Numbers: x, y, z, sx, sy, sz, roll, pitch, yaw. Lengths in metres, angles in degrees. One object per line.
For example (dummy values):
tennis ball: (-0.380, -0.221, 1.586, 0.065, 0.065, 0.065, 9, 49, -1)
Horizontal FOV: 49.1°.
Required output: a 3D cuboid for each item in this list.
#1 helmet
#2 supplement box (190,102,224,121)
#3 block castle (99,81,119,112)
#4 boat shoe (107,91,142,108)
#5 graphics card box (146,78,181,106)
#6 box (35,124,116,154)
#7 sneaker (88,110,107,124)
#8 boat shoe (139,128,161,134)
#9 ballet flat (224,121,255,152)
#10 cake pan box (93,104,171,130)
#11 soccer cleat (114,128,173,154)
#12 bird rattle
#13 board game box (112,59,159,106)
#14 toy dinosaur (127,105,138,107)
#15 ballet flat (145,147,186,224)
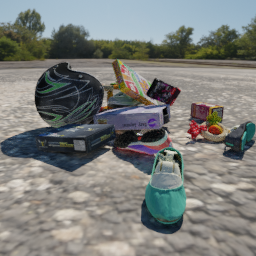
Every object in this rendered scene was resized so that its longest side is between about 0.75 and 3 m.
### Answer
helmet: (-2.227, -1.113, 10.655, 2.528, 2.528, 2.410, -10, 36, -33)
supplement box: (3.564, -0.746, 12.665, 0.814, 0.642, 1.244, -10, 18, -31)
block castle: (-0.740, -1.476, 13.617, 1.088, 1.549, 2.318, 6, 16, 25)
boat shoe: (0.053, -1.421, 12.693, 0.991, 0.862, 2.688, -4, 7, 44)
graphics card box: (1.466, -1.462, 11.498, 1.270, 0.797, 0.323, 19, 25, -26)
box: (-1.624, 0.281, 8.836, 2.005, 0.511, 1.581, 2, 15, 30)
sneaker: (-1.324, -0.504, 12.032, 1.408, 0.531, 0.558, -13, 18, -40)
boat shoe: (0.781, 0.151, 10.101, 0.941, 0.338, 0.280, -18, -13, -28)
ballet flat: (3.642, 0.205, 9.213, 0.760, 0.760, 2.081, 10, 21, 33)
cake pan box: (0.301, -0.442, 10.817, 2.579, 0.675, 2.375, -3, 12, 17)
soccer cleat: (0.416, 0.504, 8.426, 2.079, 0.761, 0.709, -7, 39, 44)
bird rattle: (2.893, 0.017, 9.863, 1.495, 0.842, 1.218, -17, 39, -38)
board game box: (0.433, -1.700, 11.753, 0.431, 1.373, 2.873, -28, -28, 23)
toy dinosaur: (0.248, -1.035, 13.787, 0.930, 0.535, 1.840, 16, 47, 9)
ballet flat: (0.810, 1.002, 5.989, 0.826, 0.863, 2.452, 0, 16, 9)
